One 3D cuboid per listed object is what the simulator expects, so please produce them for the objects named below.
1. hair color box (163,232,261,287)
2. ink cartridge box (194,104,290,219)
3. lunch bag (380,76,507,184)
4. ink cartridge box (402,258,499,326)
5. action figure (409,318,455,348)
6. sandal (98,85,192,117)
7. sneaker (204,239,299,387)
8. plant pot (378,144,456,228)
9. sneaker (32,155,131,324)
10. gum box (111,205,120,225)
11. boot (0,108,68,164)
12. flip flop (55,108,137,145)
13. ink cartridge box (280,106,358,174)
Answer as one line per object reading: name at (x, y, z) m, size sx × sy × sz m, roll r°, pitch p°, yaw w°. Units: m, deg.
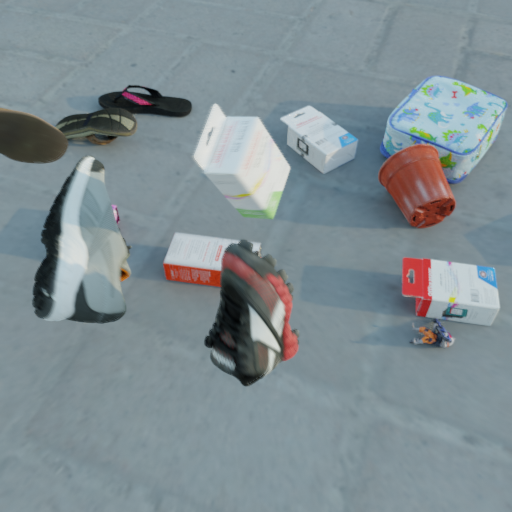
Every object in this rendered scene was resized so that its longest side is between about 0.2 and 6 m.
hair color box at (-0.781, 0.101, 10.254) m, size 1.638 × 0.501 × 0.831 m, roll 7°, pitch 48°, yaw 8°
ink cartridge box at (-0.135, -1.150, 6.983) m, size 0.484 × 1.437 × 0.842 m, roll 8°, pitch 70°, yaw 29°
lunch bag at (4.151, -2.877, 12.487) m, size 2.138 × 1.097 × 2.660 m, roll 29°, pitch 55°, yaw 21°
ink cartridge box at (3.314, 0.603, 9.783) m, size 1.598 × 0.537 × 0.929 m, roll 8°, pitch 49°, yaw 7°
action figure at (2.948, 1.330, 9.364) m, size 0.717 × 0.388 × 0.741 m, roll 12°, pitch 22°, yaw 2°
sandal at (-2.727, -3.876, 13.754) m, size 2.324 × 0.524 × 0.873 m, roll 6°, pitch 49°, yaw 5°
sneaker at (-0.111, 0.803, 6.679) m, size 0.813 × 2.301 × 1.124 m, roll 33°, pitch 63°, yaw 32°
plant pot at (3.254, -1.309, 11.102) m, size 1.286 × 1.286 × 1.251 m, roll -11°, pitch 58°, yaw -9°
sneaker at (-2.464, -0.243, 8.276) m, size 1.220 × 1.137 × 3.076 m, roll 19°, pitch 42°, yaw -30°
gum box at (-3.247, -0.438, 10.772) m, size 0.750 × 0.437 × 1.321 m, roll 10°, pitch 49°, yaw 9°
boot at (-3.725, -1.905, 8.043) m, size 2.045 × 0.753 × 0.772 m, roll 11°, pitch 28°, yaw -46°
flip flop at (-3.650, -2.872, 12.881) m, size 2.149 × 0.619 × 0.871 m, roll -2°, pitch 48°, yaw 19°
ink cartridge box at (1.372, -2.651, 12.653) m, size 0.952 × 0.548 × 1.644 m, roll -28°, pitch 54°, yaw -23°
